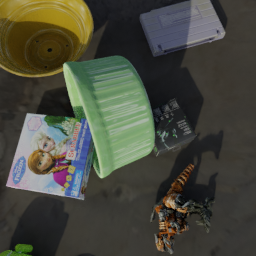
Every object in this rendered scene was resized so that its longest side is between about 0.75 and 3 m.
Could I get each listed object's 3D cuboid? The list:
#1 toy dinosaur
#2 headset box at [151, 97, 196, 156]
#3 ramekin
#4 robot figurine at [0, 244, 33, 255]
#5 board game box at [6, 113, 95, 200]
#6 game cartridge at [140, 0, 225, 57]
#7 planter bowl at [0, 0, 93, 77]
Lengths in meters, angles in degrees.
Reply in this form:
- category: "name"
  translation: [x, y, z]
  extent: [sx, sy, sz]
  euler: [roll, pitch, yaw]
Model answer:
- category: "toy dinosaur"
  translation: [1.342, 1.999, 6.956]
  extent: [1.465, 1.103, 2.159]
  euler: [12, 94, 20]
- category: "headset box"
  translation: [1.080, 0.014, 7.716]
  extent: [1.136, 0.605, 1.305]
  euler: [-23, 75, -8]
- category: "ramekin"
  translation: [-0.469, -0.354, 6.759]
  extent: [1.374, 2.813, 2.813]
  euler: [-18, 74, -14]
- category: "robot figurine"
  translation: [-2.624, 3.358, 6.628]
  extent: [1.266, 0.733, 1.111]
  euler: [13, 73, 4]
- category: "board game box"
  translation: [-1.957, 0.694, 7.407]
  extent: [2.048, 0.422, 2.053]
  euler: [5, 72, 14]
- category: "game cartridge"
  translation: [1.678, -3.218, 8.835]
  extent: [2.337, 0.449, 1.515]
  euler: [-16, 70, -5]
- category: "planter bowl"
  translation: [-2.424, -2.563, 8.181]
  extent: [2.973, 1.238, 2.973]
  euler: [0, 74, 0]
